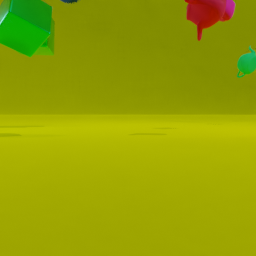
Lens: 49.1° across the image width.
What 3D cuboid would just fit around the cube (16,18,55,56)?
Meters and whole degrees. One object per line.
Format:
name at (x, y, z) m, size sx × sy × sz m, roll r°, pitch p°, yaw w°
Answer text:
cube at (-2.696, -2.698, 7.920) m, size 1.038 × 1.038 × 1.038 m, roll 1°, pitch 1°, yaw -4°

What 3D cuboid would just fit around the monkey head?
monkey head at (1.325, -2.109, 4.822) m, size 0.647 × 1.074 × 0.773 m, roll 39°, pitch 22°, yaw 20°

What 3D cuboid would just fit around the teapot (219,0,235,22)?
teapot at (2.286, -2.988, 6.822) m, size 0.721 × 0.568 × 1.160 m, roll 34°, pitch 14°, yaw 10°

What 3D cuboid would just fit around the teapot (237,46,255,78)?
teapot at (4.355, -2.414, 10.269) m, size 0.771 × 1.239 × 0.607 m, roll 17°, pitch 10°, yaw -40°

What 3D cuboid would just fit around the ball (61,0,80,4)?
ball at (-1.627, -3.966, 7.749) m, size 0.963 × 0.963 × 0.963 m, roll 0°, pitch 3°, yaw 0°

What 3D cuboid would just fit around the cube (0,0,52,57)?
cube at (-1.799, -1.805, 4.792) m, size 0.712 × 0.712 × 0.712 m, roll 22°, pitch -39°, yaw -39°
